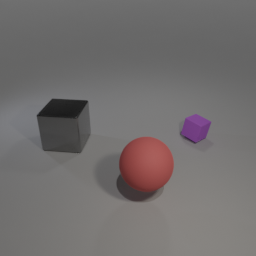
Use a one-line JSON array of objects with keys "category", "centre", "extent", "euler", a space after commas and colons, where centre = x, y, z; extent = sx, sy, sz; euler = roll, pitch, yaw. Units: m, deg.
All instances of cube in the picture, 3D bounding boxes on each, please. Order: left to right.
[{"category": "cube", "centre": [-2.195, -0.112, 9.893], "extent": [1.400, 1.400, 1.400], "euler": [4, 29, 7]}, {"category": "cube", "centre": [2.490, -0.005, 10.254], "extent": [0.700, 0.700, 0.700], "euler": [-19, 41, -41]}]

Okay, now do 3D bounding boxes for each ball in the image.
[{"category": "ball", "centre": [0.471, 0.921, 7.196], "extent": [1.400, 1.400, 1.400], "euler": [0, 29, 0]}]
